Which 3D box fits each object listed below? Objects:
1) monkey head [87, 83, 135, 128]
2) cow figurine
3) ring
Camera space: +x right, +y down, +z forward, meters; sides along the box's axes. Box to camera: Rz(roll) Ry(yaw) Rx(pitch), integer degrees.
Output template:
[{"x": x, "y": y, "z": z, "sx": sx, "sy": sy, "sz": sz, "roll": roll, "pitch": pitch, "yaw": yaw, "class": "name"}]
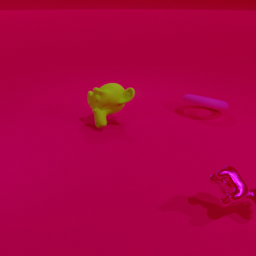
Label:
[{"x": -0.608, "y": -0.712, "z": 8.945, "sx": 1.159, "sy": 1.384, "sz": 1.924, "roll": -4, "pitch": -7, "yaw": -34, "class": "monkey head"}, {"x": 2.145, "y": 1.141, "z": 5.300, "sx": 1.016, "sy": 0.567, "sz": 1.033, "roll": -13, "pitch": 66, "yaw": -29, "class": "cow figurine"}, {"x": 2.704, "y": -0.897, "z": 9.827, "sx": 1.574, "sy": 0.315, "sz": 1.574, "roll": 12, "pitch": 7, "yaw": -1, "class": "ring"}]
